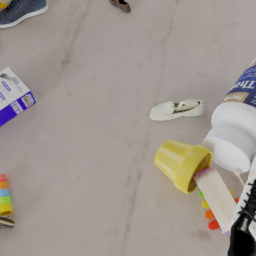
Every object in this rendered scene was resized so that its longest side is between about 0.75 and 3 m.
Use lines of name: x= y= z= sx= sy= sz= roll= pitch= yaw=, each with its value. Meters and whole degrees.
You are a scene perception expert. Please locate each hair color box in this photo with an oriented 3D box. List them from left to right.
hair color box: x=-3.417 y=-0.565 z=6.972 sx=1.916 sy=0.621 sz=1.047 roll=-39 pitch=68 yaw=-16

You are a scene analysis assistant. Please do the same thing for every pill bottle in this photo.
pill bottle: x=2.847 y=-0.335 z=6.362 sx=1.468 sy=1.468 sz=2.646 roll=35 pitch=68 yaw=17

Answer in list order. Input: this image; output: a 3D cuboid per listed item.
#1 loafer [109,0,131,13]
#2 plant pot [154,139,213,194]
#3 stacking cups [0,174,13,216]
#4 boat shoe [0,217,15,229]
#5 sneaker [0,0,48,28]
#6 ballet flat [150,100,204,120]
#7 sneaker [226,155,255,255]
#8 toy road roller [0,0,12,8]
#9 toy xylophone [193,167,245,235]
loafer: x=-0.257 y=-4.056 z=8.979 sx=0.906 sy=0.322 sz=0.331 roll=38 pitch=68 yaw=18
plant pot: x=1.160 y=0.751 z=6.116 sx=0.975 sy=1.037 sz=1.037 roll=29 pitch=65 yaw=32
stacking cups: x=-2.703 y=1.446 z=6.134 sx=0.270 sy=0.270 sz=0.893 roll=-16 pitch=59 yaw=-8
boat shoe: x=-2.832 y=1.988 z=5.798 sx=0.978 sy=0.358 sz=0.317 roll=9 pitch=76 yaw=6
sneaker: x=-3.381 y=-3.825 z=8.330 sx=1.783 sy=1.288 sz=0.678 roll=-31 pitch=68 yaw=-14
ballet flat: x=1.237 y=-0.520 z=7.037 sx=1.400 sy=0.502 sz=0.502 roll=-8 pitch=62 yaw=-3
sneaker: x=2.442 y=1.473 z=5.118 sx=0.962 sy=0.886 sz=2.404 roll=9 pitch=90 yaw=-36
toy road roller: x=-4.262 y=-4.699 z=8.889 sx=1.875 sy=1.152 sz=1.369 roll=11 pitch=52 yaw=8
toy xylophone: x=2.020 y=1.462 z=5.864 sx=1.028 sy=0.353 sz=1.404 roll=-19 pitch=73 yaw=4
